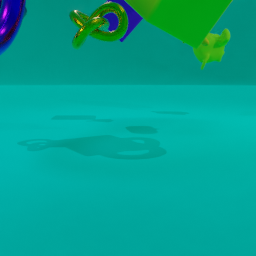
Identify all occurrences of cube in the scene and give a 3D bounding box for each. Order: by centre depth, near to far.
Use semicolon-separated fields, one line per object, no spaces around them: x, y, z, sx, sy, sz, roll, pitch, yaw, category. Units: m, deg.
0.884;-2.459;4.950;1.310;1.310;1.310;13;33;-37;cube
-0.212;-3.630;9.026;1.150;1.150;1.150;41;17;-13;cube

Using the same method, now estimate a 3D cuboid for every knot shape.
-0.520;-1.869;5.053;1.058;0.522;1.131;-10;43;7;knot shape

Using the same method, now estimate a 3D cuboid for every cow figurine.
1.879;-2.764;6.612;0.862;1.545;1.571;22;-10;-11;cow figurine

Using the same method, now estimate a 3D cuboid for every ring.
-1.962;-1.855;3.963;0.365;1.823;1.823;17;10;0;ring

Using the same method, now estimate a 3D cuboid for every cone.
-3.465;-2.494;7.344;1.488;1.493;1.488;1;-5;0;cone

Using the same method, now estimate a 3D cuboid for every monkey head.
3.114;-3.161;10.568;1.157;1.920;1.381;0;-18;-6;monkey head
